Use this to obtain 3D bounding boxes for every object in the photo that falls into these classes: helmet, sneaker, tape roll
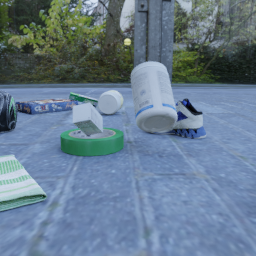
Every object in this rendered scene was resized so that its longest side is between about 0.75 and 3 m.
[{"bbox_3d":[-4.706,-0.619,10.001,1.544,1.472,1.544,0,12,0],"label":"helmet"},{"bbox_3d":[1.632,-0.402,9.535,2.152,1.243,0.869,7,12,30],"label":"sneaker"},{"bbox_3d":[-1.002,0.346,7.926,1.768,0.425,1.768,1,11,0],"label":"tape roll"}]

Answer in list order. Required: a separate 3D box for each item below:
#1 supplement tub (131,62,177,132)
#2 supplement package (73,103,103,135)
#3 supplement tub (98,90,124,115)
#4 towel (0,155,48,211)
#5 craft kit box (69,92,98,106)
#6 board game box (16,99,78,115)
[{"bbox_3d":[0.690,-0.848,7.783,1.124,1.704,1.124,-4,-29,-2],"label":"supplement tub"},{"bbox_3d":[-1.039,-0.217,7.336,0.507,0.488,0.891,-10,-25,11],"label":"supplement package"},{"bbox_3d":[-0.869,-1.297,14.145,1.138,1.138,1.570,1,12,7],"label":"supplement tub"},{"bbox_3d":[-2.714,0.993,5.143,1.781,0.273,2.335,-7,13,-32],"label":"towel"},{"bbox_3d":[-2.753,-1.784,17.284,1.742,0.423,1.721,13,4,-14],"label":"craft kit box"},{"bbox_3d":[-4.445,-1.227,15.413,1.929,0.493,2.848,11,16,42],"label":"board game box"}]
